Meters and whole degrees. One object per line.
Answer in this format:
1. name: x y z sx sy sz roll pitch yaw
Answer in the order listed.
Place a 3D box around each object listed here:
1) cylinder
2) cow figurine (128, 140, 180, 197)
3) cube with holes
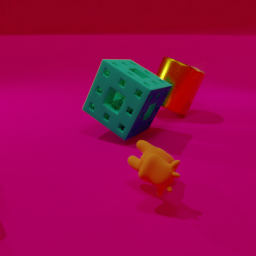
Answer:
1. cylinder: 1.401 -1.247 8.308 1.339 1.339 1.339 22 14 -6
2. cow figurine: 0.498 0.628 4.425 1.077 0.601 1.094 33 7 41
3. cube with holes: -0.004 -0.733 6.701 1.312 1.312 1.312 35 26 17
